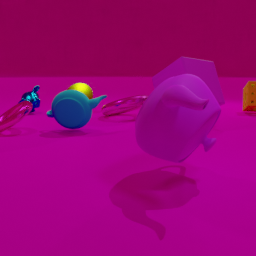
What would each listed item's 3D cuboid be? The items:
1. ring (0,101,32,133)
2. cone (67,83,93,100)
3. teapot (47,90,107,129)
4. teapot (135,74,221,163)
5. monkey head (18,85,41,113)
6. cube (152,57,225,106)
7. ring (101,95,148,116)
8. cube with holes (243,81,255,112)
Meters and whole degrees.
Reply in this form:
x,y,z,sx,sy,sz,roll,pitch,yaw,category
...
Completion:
x,y,z,sx,sy,sz,roll,pitch,yaw,category
-2.978,-0.297,7.194,1.180,0.236,1.180,-26,26,14,ring
-1.781,-1.009,10.892,1.097,1.097,1.101,1,-17,6,cone
-1.342,-0.532,7.148,1.652,1.027,0.809,-14,24,11,teapot
0.733,-0.075,3.744,0.985,1.250,2.011,40,-10,21,teapot
-3.654,-1.013,10.166,0.738,1.225,0.881,56,15,26,monkey head
1.748,-1.110,8.253,1.361,1.361,1.361,-2,-16,-35,cube
-0.069,-0.752,9.432,1.707,0.341,1.707,-14,-2,0,ring
4.797,-1.133,10.295,0.905,0.905,0.905,3,-9,11,cube with holes
